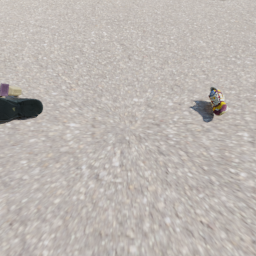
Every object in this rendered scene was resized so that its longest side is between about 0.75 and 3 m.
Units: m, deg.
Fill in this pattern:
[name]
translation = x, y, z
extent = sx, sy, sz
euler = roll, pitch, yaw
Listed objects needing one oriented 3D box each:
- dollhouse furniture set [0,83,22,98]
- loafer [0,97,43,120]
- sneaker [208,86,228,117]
[dollhouse furniture set]
translation = -4.486, -1.157, 9.961
extent = 0.853, 0.952, 1.201
euler = 13, 8, 14
[loafer]
translation = -3.858, -0.661, 9.176
extent = 2.016, 0.734, 0.729
euler = 0, 11, -24
[sneaker]
translation = 2.947, -0.907, 9.363
extent = 0.512, 0.616, 1.367
euler = -35, 20, 25
